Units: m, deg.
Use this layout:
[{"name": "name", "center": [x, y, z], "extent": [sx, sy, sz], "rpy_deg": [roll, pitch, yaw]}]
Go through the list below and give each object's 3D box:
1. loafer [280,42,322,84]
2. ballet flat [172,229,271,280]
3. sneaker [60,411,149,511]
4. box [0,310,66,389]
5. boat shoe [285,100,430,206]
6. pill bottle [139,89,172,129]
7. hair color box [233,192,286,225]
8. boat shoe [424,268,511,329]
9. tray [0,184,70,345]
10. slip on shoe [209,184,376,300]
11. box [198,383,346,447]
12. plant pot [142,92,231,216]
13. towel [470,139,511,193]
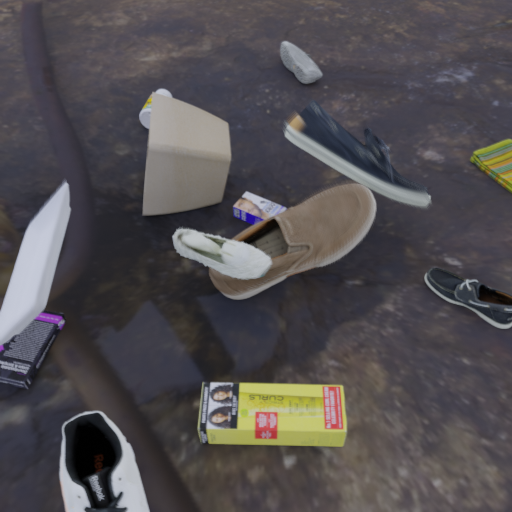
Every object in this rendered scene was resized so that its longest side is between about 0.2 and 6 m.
[{"name": "loafer", "center": [1.261, -5.579, 16.123], "extent": [0.628, 0.629, 1.800], "rpy_deg": [-17, 58, -21]}, {"name": "ballet flat", "center": [-0.672, -0.065, 9.797], "extent": [1.856, 0.666, 0.666], "rpy_deg": [15, 50, 17]}, {"name": "sneaker", "center": [-1.941, 3.663, 7.353], "extent": [1.298, 1.408, 3.521], "rpy_deg": [-20, 53, -19]}, {"name": "box", "center": [-4.203, 1.577, 9.948], "extent": [1.060, 0.268, 1.483], "rpy_deg": [10, 48, 10]}, {"name": "boat shoe", "center": [2.171, -2.015, 11.248], "extent": [3.258, 1.014, 1.216], "rpy_deg": [30, 14, -3]}, {"name": "pill bottle", "center": [-2.557, -3.823, 14.509], "extent": [0.627, 0.627, 1.111], "rpy_deg": [9, 49, 8]}, {"name": "hair color box", "center": [0.081, -0.949, 12.153], "extent": [1.037, 0.336, 0.567], "rpy_deg": [23, 53, 21]}, {"name": "boat shoe", "center": [4.065, 0.652, 10.556], "extent": [1.795, 0.607, 0.645], "rpy_deg": [31, 57, 26]}, {"name": "tray", "center": [-3.440, 0.133, 8.810], "extent": [0.289, 1.400, 2.608], "rpy_deg": [29, 39, -31]}, {"name": "slip on shoe", "center": [0.660, -0.370, 10.387], "extent": [3.415, 1.035, 1.298], "rpy_deg": [-26, 63, 3]}, {"name": "box", "center": [0.254, 2.518, 8.894], "extent": [2.268, 0.568, 0.854], "rpy_deg": [2, 48, 2]}, {"name": "plant pot", "center": [-1.523, -2.124, 12.292], "extent": [1.731, 1.955, 1.953], "rpy_deg": [5, 47, -13]}, {"name": "towel", "center": [6.506, -1.631, 12.792], "extent": [1.354, 0.284, 3.147], "rpy_deg": [-24, 53, -19]}]
